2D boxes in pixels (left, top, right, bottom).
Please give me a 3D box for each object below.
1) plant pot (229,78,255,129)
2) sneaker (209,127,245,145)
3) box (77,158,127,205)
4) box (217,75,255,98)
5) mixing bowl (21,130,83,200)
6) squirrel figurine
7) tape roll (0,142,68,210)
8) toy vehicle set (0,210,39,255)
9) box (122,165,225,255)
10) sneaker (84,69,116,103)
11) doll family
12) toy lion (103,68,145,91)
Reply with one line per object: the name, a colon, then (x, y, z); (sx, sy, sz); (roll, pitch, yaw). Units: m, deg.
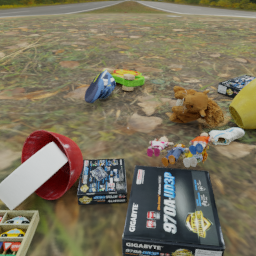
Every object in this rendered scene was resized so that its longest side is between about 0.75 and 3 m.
plant pot: (4.251, -0.653, 9.586); (1.243, 1.751, 1.751); (-28, 29, 3)
sneaker: (3.158, 0.300, 8.865); (1.153, 0.441, 0.466); (-9, 39, -5)
box: (-0.621, 1.287, 7.005); (1.142, 0.330, 1.437); (-2, 28, -3)
box: (5.457, -1.826, 12.758); (2.178, 0.501, 1.731); (-19, 33, -32)
mixing bowl: (-1.712, 0.819, 6.832); (1.648, 1.648, 0.892); (17, 14, 29)
squirrel figurine: (2.425, -0.763, 9.437); (1.850, 1.310, 1.727); (16, -7, -6)
tape roll: (-2.077, 1.025, 6.115); (1.610, 0.563, 1.610); (-41, 5, 4)
toy vehicle set: (-2.871, 2.133, 5.480); (1.923, 0.255, 1.195); (0, 28, 0)
box: (0.923, 1.709, 5.981); (1.822, 0.527, 2.292); (4, 28, 7)
sneaker: (-1.078, -1.654, 11.784); (0.866, 0.963, 2.341); (-31, 22, 33)
doll family: (1.446, 0.649, 7.479); (1.848, 0.833, 1.147); (-6, 14, 31)
toy lion: (-0.054, -2.561, 14.102); (2.244, 0.770, 2.151); (24, 28, 37)
